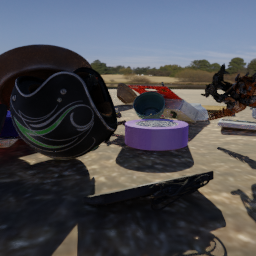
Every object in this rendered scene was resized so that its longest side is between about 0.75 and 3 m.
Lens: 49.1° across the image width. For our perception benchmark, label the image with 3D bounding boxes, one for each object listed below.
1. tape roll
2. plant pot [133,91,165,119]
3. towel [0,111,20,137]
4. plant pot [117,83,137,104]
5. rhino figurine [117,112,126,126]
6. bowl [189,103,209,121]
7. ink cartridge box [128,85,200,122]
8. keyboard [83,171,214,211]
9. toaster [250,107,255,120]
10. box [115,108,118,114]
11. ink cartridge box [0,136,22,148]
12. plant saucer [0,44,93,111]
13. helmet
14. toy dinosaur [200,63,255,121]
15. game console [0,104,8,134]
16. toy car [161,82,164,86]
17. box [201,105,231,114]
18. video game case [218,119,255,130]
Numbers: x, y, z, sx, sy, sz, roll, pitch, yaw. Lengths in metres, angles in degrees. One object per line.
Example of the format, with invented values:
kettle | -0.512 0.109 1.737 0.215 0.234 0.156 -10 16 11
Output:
tape roll | 0.833 0.150 8.282 1.859 0.610 1.859 1 10 0
plant pot | 0.949 -0.778 11.949 1.331 1.331 0.891 3 -33 15
towel | -3.349 -0.065 8.866 2.875 0.712 2.123 0 13 -45
plant pot | -0.197 -2.382 20.681 1.916 0.884 1.916 38 -11 8
rhino figurine | -0.988 -0.095 9.561 0.942 0.644 2.154 -6 8 31
bowl | 3.074 -0.799 13.350 1.601 0.720 1.601 -1 10 0
ink cartridge box | 1.452 -1.102 12.471 2.316 0.581 2.668 28 -9 -36
keyboard | 0.439 1.049 4.390 2.105 0.417 1.095 -7 -11 -28
toaster | 5.816 -0.618 11.104 1.141 1.004 1.767 2 12 -45
box | -1.446 -0.908 15.090 1.601 0.332 0.953 6 12 23
ink cartridge box | -3.584 0.388 8.192 0.858 0.265 1.058 7 4 39
plant saucer | -2.338 -1.068 7.727 2.934 0.505 2.934 -12 -27 -6
helmet | -1.552 -0.364 6.533 2.141 2.246 2.246 -22 5 13
toy dinosaur | 3.126 -0.959 8.365 1.591 2.344 1.197 36 27 2
game console | -4.049 0.195 5.928 2.261 1.342 1.948 3 10 18
toy car | 2.140 -2.121 17.953 1.337 1.694 1.392 2 10 9
box | 4.986 -1.066 16.129 1.992 0.259 2.437 4 10 19
video game case | 4.364 -0.136 10.771 1.655 0.193 1.505 6 9 22
